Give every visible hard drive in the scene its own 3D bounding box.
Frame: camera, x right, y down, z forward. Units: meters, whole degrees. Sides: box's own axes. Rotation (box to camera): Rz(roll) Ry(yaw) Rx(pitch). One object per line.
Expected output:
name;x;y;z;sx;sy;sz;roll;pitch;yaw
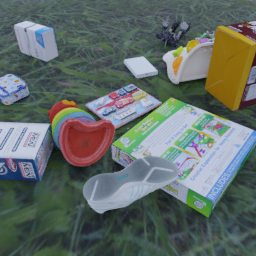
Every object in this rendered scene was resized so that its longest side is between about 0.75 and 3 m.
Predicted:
hard drive;0.452;-2.234;10.251;0.825;0.164;1.251;-14;42;-16

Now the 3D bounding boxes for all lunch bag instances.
lunch bag;-3.757;-1.214;8.781;1.211;0.457;0.970;31;50;34

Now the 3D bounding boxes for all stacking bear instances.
stacking bear;-1.359;-0.049;6.859;1.237;1.159;2.038;1;23;-31

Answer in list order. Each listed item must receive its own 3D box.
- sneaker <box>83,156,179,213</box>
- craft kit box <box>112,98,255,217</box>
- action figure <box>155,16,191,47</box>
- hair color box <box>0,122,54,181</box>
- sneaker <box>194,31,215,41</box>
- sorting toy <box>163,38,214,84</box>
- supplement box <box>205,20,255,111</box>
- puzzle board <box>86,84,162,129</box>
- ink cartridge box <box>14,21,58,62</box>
sneaker;0.087;1.109;5.488;1.885;0.755;0.663;-16;47;-9
craft kit box;1.387;0.439;6.657;2.547;0.626;2.579;30;48;28
action figure;1.933;-4.179;11.993;1.197;1.028;2.014;28;44;15
hair color box;-3.096;0.494;6.427;2.467;0.746;1.234;2;39;2
sneaker;3.348;-4.009;12.201;1.011;0.448;0.389;-14;41;-15
sorting toy;2.386;-2.588;10.124;2.523;1.348;2.271;-12;21;-14
supplement box;3.740;-1.947;8.379;2.108;2.079;1.400;-16;42;-18
puzzle board;-0.114;-0.728;8.334;1.852;0.161;1.396;-29;48;-30
ink cartridge box;-3.568;-3.395;10.910;1.565;1.132;0.659;24;45;26
